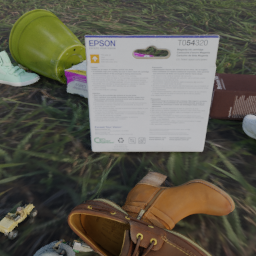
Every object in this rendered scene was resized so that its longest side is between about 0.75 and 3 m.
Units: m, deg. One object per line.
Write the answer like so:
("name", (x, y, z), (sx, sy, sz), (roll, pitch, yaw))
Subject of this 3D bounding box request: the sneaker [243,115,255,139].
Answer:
("sneaker", (3.468, 0.012, 7.061), (0.643, 0.856, 1.718), (-3, 31, -2))

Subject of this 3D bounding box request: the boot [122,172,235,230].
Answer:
("boot", (0.793, 1.528, 4.927), (1.851, 0.682, 1.432), (7, 32, 30))

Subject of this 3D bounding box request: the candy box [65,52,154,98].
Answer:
("candy box", (-0.566, -1.976, 10.094), (1.983, 0.887, 2.907), (17, 37, 24))

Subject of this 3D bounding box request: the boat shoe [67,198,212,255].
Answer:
("boat shoe", (0.142, 1.778, 4.030), (2.436, 0.877, 0.823), (21, -4, 26))

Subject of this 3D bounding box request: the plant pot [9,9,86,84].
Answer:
("plant pot", (-2.703, -2.827, 10.431), (2.292, 2.380, 2.380), (36, 46, 27))

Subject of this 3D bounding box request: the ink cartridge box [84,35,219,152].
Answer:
("ink cartridge box", (0.482, -0.732, 6.402), (2.746, 2.797, 0.606), (1, 27, 0))

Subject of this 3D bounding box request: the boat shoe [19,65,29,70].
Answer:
("boat shoe", (-3.990, -3.093, 12.066), (0.698, 0.628, 1.934), (13, 35, 19))

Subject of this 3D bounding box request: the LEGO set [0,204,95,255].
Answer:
("LEGO set", (-1.431, 1.993, 4.072), (2.673, 0.757, 1.736), (21, 38, 28))

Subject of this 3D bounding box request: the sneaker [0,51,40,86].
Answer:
("sneaker", (-4.228, -2.187, 10.206), (1.918, 1.131, 0.706), (6, 32, 6))

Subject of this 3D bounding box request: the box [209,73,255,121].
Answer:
("box", (3.807, -0.924, 8.382), (2.754, 1.032, 1.379), (3, 33, 7))
